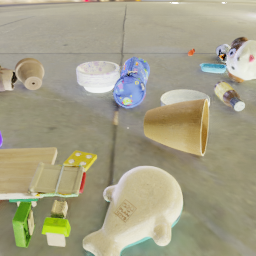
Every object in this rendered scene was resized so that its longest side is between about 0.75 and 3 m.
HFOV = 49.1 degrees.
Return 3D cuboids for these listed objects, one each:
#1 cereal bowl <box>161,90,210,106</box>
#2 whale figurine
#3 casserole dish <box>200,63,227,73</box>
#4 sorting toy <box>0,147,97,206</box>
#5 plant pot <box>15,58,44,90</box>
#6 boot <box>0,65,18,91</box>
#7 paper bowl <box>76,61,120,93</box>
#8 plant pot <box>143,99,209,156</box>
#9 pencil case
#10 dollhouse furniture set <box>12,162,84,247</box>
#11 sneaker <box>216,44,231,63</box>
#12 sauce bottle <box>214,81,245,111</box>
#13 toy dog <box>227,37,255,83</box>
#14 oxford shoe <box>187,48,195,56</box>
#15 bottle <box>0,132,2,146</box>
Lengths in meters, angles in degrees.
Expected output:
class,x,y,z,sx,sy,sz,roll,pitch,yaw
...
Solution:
class,x,y,z,sx,sy,sz,roll,pitch,yaw
cereal bowl,1.643,-0.606,8.185,1.416,0.590,1.416,-1,29,1
whale figurine,0.124,1.442,4.469,1.374,0.896,1.727,29,64,35
casserole dish,3.720,-2.606,12.199,1.182,0.229,0.716,7,30,14
sorting toy,-2.087,0.972,5.438,2.952,0.499,1.423,-2,29,-3
plant pot,-3.552,-1.886,10.287,1.049,1.049,0.915,-12,50,-20
boot,-5.060,-1.527,9.522,2.149,1.032,2.939,3,33,-6
paper bowl,-1.057,-1.823,10.164,1.565,0.814,1.565,0,29,0
plant pot,1.126,-0.073,6.640,1.401,1.306,1.306,5,29,22
pencil case,0.171,-1.668,9.570,1.026,1.142,2.630,3,28,6
dollhouse furniture set,-1.252,1.248,4.664,0.842,0.645,1.286,6,37,-2
sneaker,4.670,-3.618,13.601,0.725,0.676,1.830,-8,30,-5
sauce bottle,3.263,-1.026,9.036,0.522,0.522,1.613,-1,28,-2
toy dog,5.230,-2.591,10.366,2.989,2.086,2.898,4,24,11
oxford shoe,3.247,-3.917,14.623,0.273,0.268,0.752,-14,17,43
bottle,-4.027,0.050,6.919,2.077,0.678,0.867,19,36,30
